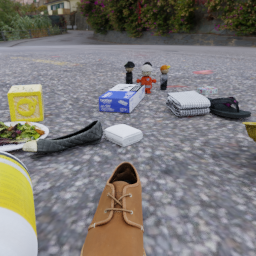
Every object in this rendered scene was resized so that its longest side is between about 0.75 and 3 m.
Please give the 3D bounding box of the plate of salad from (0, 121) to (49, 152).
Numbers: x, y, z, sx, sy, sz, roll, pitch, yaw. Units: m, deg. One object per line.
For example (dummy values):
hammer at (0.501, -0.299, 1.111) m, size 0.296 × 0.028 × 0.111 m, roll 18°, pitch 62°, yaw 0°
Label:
plate of salad at (-3.772, 0.115, 8.741) m, size 2.490 × 0.598 × 2.490 m, roll 0°, pitch 21°, yaw 0°

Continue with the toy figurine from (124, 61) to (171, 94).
toy figurine at (1.034, -2.899, 15.433) m, size 2.152 × 1.521 × 2.186 m, roll -16°, pitch 25°, yaw -35°

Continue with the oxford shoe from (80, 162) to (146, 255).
oxford shoe at (-0.204, 1.488, 4.548) m, size 1.020 × 1.020 × 2.861 m, roll 2°, pitch 22°, yaw 1°

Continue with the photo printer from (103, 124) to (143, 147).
photo printer at (-0.198, 0.193, 8.847) m, size 0.874 × 0.365 × 1.051 m, roll -18°, pitch 27°, yaw -39°

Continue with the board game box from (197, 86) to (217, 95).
board game box at (4.159, -1.972, 14.743) m, size 0.881 × 0.283 × 0.650 m, roll -13°, pitch 24°, yaw -31°

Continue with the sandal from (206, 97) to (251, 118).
sandal at (3.798, -1.012, 11.546) m, size 1.090 × 0.694 × 2.899 m, roll -8°, pitch 21°, yaw -21°

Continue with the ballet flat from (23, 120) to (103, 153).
ballet flat at (-1.840, 0.270, 8.113) m, size 2.399 × 0.682 × 0.797 m, roll -13°, pitch 14°, yaw -33°

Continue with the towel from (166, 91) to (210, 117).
towel at (2.416, -0.978, 11.560) m, size 1.355 × 0.700 × 1.636 m, roll -6°, pitch 23°, yaw -13°

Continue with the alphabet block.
alphabet block at (-3.856, -0.952, 10.716) m, size 1.195 × 1.201 × 1.223 m, roll -6°, pitch 22°, yaw -12°

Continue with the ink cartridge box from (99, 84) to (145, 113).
ink cartridge box at (-0.193, -1.412, 12.719) m, size 1.366 × 0.642 × 2.905 m, roll 4°, pitch 21°, yaw 14°

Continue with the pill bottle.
pill bottle at (-2.067, 1.452, 3.913) m, size 1.484 × 1.484 × 2.649 m, roll -7°, pitch 22°, yaw -19°

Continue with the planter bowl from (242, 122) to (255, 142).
planter bowl at (4.123, 0.443, 6.825) m, size 2.568 × 1.070 × 2.568 m, roll 2°, pitch 4°, yaw 0°
